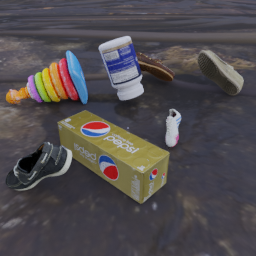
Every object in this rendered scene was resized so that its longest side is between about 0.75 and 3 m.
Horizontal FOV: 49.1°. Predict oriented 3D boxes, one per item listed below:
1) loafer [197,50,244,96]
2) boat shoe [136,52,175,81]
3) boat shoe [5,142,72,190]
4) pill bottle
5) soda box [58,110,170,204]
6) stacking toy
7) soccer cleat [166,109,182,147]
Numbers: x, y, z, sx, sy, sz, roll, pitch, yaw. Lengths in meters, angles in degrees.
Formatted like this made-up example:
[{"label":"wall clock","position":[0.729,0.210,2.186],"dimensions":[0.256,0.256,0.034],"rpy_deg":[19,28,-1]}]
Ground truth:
[{"label":"loafer","position":[3.336,-2.036,10.099],"dimensions":[0.691,0.766,2.025],"rpy_deg":[-32,77,-31]},{"label":"boat shoe","position":[1.025,-2.453,10.952],"dimensions":[1.862,0.656,0.655],"rpy_deg":[28,70,14]},{"label":"boat shoe","position":[-1.952,0.759,5.599],"dimensions":[1.908,0.645,0.685],"rpy_deg":[-25,53,34]},{"label":"pill bottle","position":[-0.159,-1.871,8.897],"dimensions":[1.051,1.816,1.051],"rpy_deg":[-16,22,7]},{"label":"soda box","position":[-0.413,0.541,6.495],"dimensions":[2.737,0.876,0.927],"rpy_deg":[27,40,34]},{"label":"stacking toy","position":[-2.736,-1.338,9.233],"dimensions":[2.615,1.518,1.435],"rpy_deg":[-18,47,-1]},{"label":"soccer cleat","position":[1.138,-0.022,7.420],"dimensions":[0.376,0.465,1.077],"rpy_deg":[-12,49,37]}]
